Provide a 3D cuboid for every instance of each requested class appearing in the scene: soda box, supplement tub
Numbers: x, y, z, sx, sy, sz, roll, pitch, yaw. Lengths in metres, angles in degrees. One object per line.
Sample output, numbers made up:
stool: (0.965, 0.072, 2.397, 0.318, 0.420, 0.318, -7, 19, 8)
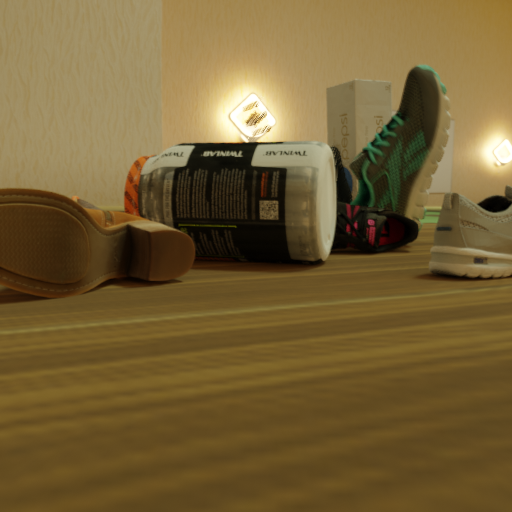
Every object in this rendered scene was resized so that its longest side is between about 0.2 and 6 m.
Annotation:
soda box: (2.492, -2.333, 13.511, 1.127, 3.539, 1.205, -6, 7, -27)
supplement tub: (-0.318, -0.739, 7.704, 2.684, 1.645, 1.645, 2, 7, 15)

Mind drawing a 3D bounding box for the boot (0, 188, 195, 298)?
boot: (-2.104, -0.218, 5.817, 2.478, 0.950, 1.924, -2, 8, -43)

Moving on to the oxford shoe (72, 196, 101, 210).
oxford shoe: (-3.796, -0.773, 12.538, 0.897, 0.877, 2.461, 11, 10, -17)

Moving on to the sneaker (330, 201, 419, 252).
sneaker: (1.529, -0.481, 8.877, 2.337, 0.897, 0.979, -4, 3, -19)

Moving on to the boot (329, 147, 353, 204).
boot: (1.245, -1.442, 12.060, 0.700, 1.833, 1.540, -23, 17, -32)

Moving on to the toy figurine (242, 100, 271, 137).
toy figurine: (0.013, -2.564, 10.427, 0.387, 0.557, 0.548, -17, -29, 14)

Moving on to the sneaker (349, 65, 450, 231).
sneaker: (2.324, -1.671, 9.607, 1.414, 3.099, 1.202, 2, 23, -11)

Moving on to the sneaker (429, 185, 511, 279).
sneaker: (3.141, -0.317, 6.605, 2.521, 1.033, 0.942, -4, 7, -32)
